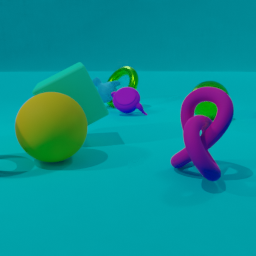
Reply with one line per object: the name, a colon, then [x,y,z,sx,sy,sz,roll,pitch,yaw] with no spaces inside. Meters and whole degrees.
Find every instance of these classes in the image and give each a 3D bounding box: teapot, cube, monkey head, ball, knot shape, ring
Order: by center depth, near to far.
knot shape: [1.140,0.204,4.404,0.704,1.524,1.426,11,31,3]
ball: [-1.404,-0.015,5.202,1.293,1.293,1.293,0,13,0]
cube: [-1.299,-0.676,6.425,1.201,1.201,1.201,-28,20,-3]
ball: [2.699,-0.923,9.322,1.289,1.289,1.289,0,13,0]
teapot: [0.013,-0.946,10.305,1.625,1.010,0.796,29,-20,23]
monkey head: [-1.029,-1.611,11.759,1.060,1.474,0.888,41,12,-28]
ring: [-0.328,-1.797,12.190,0.387,1.935,1.935,27,-9,-42]
